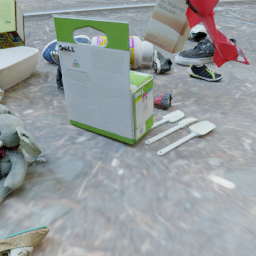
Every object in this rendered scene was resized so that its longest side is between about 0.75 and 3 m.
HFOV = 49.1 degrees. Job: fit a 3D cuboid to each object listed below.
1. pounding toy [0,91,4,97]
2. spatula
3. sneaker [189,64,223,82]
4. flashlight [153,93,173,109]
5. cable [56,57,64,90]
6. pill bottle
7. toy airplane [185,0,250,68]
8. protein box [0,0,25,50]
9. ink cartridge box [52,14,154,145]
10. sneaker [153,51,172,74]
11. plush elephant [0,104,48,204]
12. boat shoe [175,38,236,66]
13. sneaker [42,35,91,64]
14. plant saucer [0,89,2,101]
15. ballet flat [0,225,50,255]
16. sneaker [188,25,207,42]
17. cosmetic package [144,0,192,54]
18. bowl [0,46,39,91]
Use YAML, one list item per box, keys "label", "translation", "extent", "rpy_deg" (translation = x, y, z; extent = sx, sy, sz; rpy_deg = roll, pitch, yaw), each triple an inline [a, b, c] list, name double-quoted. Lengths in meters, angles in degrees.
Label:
- label: "pounding toy"
  translation: [-5.099, -0.513, 7.925]
  extent: [2.859, 1.640, 1.635]
  rpy_deg: [9, 5, -2]
- label: "spatula"
  translation: [1.202, 0.058, 7.538]
  extent: [2.060, 0.165, 1.433]
  rpy_deg: [-24, 40, -32]
- label: "sneaker"
  translation: [2.928, -2.113, 10.577]
  extent: [1.300, 0.538, 0.466]
  rpy_deg: [13, 35, 20]
- label: "flashlight"
  translation: [0.656, -0.979, 8.871]
  extent: [1.447, 0.492, 0.490]
  rpy_deg: [16, 14, 24]
- label: "cable"
  translation: [-1.552, -2.222, 9.990]
  extent: [1.947, 0.606, 2.386]
  rpy_deg: [-4, 54, 2]
- label: "pill bottle"
  translation: [-0.232, -3.088, 11.428]
  extent: [2.420, 1.261, 1.261]
  rpy_deg: [-3, 33, -4]
- label: "toy airplane"
  translation: [1.766, -2.363, 6.118]
  extent: [0.480, 2.608, 2.608]
  rpy_deg: [-33, 39, -3]
- label: "protein box"
  translation: [-3.576, -2.899, 7.904]
  extent: [1.080, 0.734, 1.088]
  rpy_deg: [-9, 72, -1]
- label: "ink cartridge box"
  translation: [-0.522, -1.309, 7.002]
  extent: [2.172, 2.939, 1.113]
  rpy_deg: [17, 36, 28]
- label: "sneaker"
  translation: [1.420, -2.708, 11.541]
  extent: [0.762, 0.560, 1.684]
  rpy_deg: [2, 36, -2]
- label: "plush elephant"
  translation: [-2.587, 0.411, 5.718]
  extent: [1.606, 1.509, 1.949]
  rpy_deg: [27, 42, 36]
- label: "boat shoe"
  translation: [3.460, -3.405, 12.184]
  extent: [2.962, 0.981, 1.036]
  rpy_deg: [-8, 34, -13]
- label: "sneaker"
  translation: [-2.575, -2.869, 11.422]
  extent: [2.302, 0.927, 1.685]
  rpy_deg: [-13, 48, 13]
- label: "plant saucer"
  translation: [-4.466, -1.024, 8.803]
  extent: [0.960, 0.241, 0.960]
  rpy_deg: [-1, 58, 1]
- label: "ballet flat"
  translation: [-1.958, 1.960, 4.379]
  extent: [1.492, 0.526, 0.487]
  rpy_deg: [-12, 60, -13]
- label: "sneaker"
  translation: [3.237, -5.242, 15.196]
  extent: [2.219, 0.837, 1.277]
  rpy_deg: [5, 31, 3]
- label: "cosmetic package"
  translation: [1.418, -3.406, 8.144]
  extent: [1.107, 2.141, 0.934]
  rpy_deg: [30, 32, 17]
- label: "bowl"
  translation: [-4.899, -2.223, 10.321]
  extent: [2.713, 1.014, 2.717]
  rpy_deg: [11, 35, 16]
